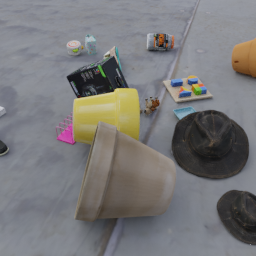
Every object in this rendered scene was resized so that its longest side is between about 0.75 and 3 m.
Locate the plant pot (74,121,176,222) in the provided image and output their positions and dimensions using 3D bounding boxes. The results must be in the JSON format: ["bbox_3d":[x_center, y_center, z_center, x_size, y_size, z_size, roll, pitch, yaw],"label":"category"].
[{"bbox_3d":[-0.034,1.317,7.494,2.240,2.582,2.582,14,37,-9],"label":"plant pot"}]

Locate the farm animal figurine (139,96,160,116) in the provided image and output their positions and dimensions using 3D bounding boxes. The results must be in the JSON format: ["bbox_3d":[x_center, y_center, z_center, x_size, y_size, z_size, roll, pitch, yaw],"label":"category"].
[{"bbox_3d":[0.603,-0.846,11.471,1.355,0.682,1.094,-4,19,1],"label":"farm animal figurine"}]

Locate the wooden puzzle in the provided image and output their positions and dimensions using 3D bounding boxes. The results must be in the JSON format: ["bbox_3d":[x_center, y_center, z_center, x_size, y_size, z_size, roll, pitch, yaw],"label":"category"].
[{"bbox_3d":[2.729,-1.896,12.892,1.772,0.443,1.913,-9,39,-11],"label":"wooden puzzle"}]

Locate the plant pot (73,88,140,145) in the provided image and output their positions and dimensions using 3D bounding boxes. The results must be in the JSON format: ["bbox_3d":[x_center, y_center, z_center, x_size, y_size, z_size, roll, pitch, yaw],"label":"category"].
[{"bbox_3d":[-0.754,-0.256,9.221,2.024,2.151,2.151,1,38,-7],"label":"plant pot"}]

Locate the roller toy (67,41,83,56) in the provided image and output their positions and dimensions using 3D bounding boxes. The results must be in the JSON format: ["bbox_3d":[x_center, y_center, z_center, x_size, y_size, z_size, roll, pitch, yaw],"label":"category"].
[{"bbox_3d":[-3.087,-4.594,16.169,0.810,0.620,0.887,17,52,16],"label":"roller toy"}]

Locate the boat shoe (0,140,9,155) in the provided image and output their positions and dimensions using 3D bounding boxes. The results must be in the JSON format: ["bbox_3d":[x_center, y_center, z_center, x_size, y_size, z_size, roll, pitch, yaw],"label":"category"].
[{"bbox_3d":[-4.998,0.451,9.836,1.837,0.576,0.672,21,42,22],"label":"boat shoe"}]

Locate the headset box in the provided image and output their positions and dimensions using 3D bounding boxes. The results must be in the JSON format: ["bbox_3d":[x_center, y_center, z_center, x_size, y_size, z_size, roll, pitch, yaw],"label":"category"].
[{"bbox_3d":[-1.040,-1.627,10.889,2.044,1.779,0.948,-8,28,35],"label":"headset box"}]

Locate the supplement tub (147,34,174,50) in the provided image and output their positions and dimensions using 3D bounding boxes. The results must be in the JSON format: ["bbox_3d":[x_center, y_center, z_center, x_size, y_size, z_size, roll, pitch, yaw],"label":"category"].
[{"bbox_3d":[1.906,-5.065,16.500,1.537,0.942,0.942,0,38,0],"label":"supplement tub"}]

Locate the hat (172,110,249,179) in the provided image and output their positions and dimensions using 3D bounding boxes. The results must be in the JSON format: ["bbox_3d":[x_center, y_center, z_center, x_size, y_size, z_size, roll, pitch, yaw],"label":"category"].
[{"bbox_3d":[2.803,0.210,9.281,2.855,1.152,2.855,-1,52,1],"label":"hat"}]

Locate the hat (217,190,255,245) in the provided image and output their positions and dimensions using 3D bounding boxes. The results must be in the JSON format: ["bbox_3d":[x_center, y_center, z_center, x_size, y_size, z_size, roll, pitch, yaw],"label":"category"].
[{"bbox_3d":[3.251,2.185,7.531,1.699,0.685,1.699,-1,39,1],"label":"hat"}]

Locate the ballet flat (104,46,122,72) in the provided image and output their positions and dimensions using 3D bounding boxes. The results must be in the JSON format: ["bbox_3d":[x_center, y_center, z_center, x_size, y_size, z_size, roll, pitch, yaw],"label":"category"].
[{"bbox_3d":[-0.866,-3.591,14.768,0.855,0.865,2.543,-10,37,1],"label":"ballet flat"}]

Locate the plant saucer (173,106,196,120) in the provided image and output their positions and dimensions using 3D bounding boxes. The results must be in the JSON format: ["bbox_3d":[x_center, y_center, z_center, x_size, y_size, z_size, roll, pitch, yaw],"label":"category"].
[{"bbox_3d":[2.623,-0.007,10.679,0.886,0.240,2.534,-11,39,-14],"label":"plant saucer"}]

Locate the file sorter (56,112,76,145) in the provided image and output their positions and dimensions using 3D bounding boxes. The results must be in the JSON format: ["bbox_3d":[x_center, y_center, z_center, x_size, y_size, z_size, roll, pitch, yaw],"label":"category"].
[{"bbox_3d":[-2.084,-0.020,10.348,0.716,0.646,1.031,16,41,18],"label":"file sorter"}]

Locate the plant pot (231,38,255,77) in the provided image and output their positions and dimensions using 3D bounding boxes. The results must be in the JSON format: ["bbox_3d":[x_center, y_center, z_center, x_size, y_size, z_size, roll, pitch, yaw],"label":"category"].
[{"bbox_3d":[6.049,-3.500,13.977,1.342,1.917,1.917,8,35,39],"label":"plant pot"}]

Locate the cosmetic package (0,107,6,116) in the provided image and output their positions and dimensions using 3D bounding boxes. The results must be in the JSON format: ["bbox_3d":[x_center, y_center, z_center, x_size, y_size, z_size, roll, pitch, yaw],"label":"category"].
[{"bbox_3d":[-5.648,-0.765,11.593,1.094,0.277,0.451,17,40,20],"label":"cosmetic package"}]

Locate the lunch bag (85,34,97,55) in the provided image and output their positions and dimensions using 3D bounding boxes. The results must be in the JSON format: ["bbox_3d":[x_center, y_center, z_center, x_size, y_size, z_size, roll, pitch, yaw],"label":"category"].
[{"bbox_3d":[-2.181,-4.859,16.287,0.629,0.879,1.032,-13,43,-15],"label":"lunch bag"}]
